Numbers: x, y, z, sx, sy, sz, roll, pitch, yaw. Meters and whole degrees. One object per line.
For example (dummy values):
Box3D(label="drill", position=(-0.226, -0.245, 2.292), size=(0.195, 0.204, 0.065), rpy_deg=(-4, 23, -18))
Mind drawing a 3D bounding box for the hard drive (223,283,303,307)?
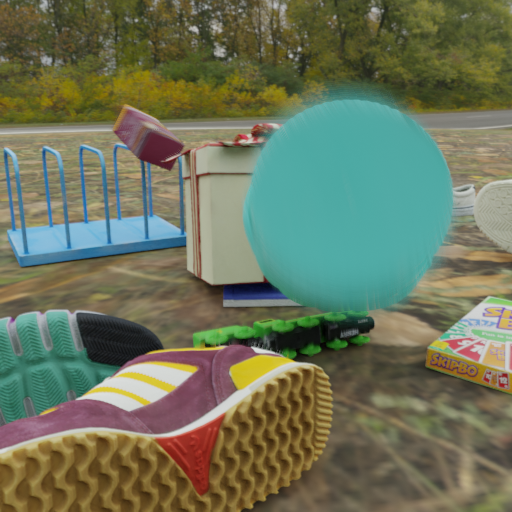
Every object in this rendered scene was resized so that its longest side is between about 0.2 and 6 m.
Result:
Box3D(label="hard drive", position=(0.243, 0.463, 7.616), size=(1.362, 0.173, 0.899), rpy_deg=(-1, 16, -2))

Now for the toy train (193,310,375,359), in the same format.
Box3D(label="toy train", position=(0.308, 0.847, 5.930), size=(2.047, 0.427, 0.577), rpy_deg=(-7, 7, -24))

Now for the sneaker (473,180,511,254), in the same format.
Box3D(label="sneaker", position=(5.272, -0.492, 8.842), size=(1.817, 1.253, 3.266), rpy_deg=(-4, 14, -37))

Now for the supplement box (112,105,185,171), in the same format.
Box3D(label="supplement box", position=(-1.823, -1.985, 9.393), size=(0.679, 0.527, 1.230), rpy_deg=(17, 21, -42))

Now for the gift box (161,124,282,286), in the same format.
Box3D(label="gift box", position=(-0.122, -0.717, 7.663), size=(2.174, 2.030, 2.006), rpy_deg=(-2, 5, -23))

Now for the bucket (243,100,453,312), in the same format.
Box3D(label="bucket", position=(0.829, -0.413, 5.366), size=(2.029, 2.029, 1.320), rpy_deg=(1, -8, 4))

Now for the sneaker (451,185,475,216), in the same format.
Box3D(label="sneaker", position=(3.961, -1.293, 12.662), size=(2.119, 0.750, 0.774), rpy_deg=(-4, 17, -15))

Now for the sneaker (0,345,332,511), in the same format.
Box3D(label="sneaker", position=(-0.840, 1.257, 3.645), size=(2.820, 1.057, 1.270), rpy_deg=(-5, 7, -40))

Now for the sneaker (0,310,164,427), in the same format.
Box3D(label="sneaker", position=(-2.202, 0.908, 4.670), size=(2.767, 1.029, 1.211), rpy_deg=(-7, 12, -20))

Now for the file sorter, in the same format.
Box3D(label="file sorter", position=(-2.922, -1.066, 10.075), size=(2.884, 1.769, 2.001), rpy_deg=(-9, 18, -27))

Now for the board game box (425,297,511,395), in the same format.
Box3D(label="board game box", position=(2.727, 0.881, 6.042), size=(1.000, 0.314, 2.094), rpy_deg=(13, 18, 37))
